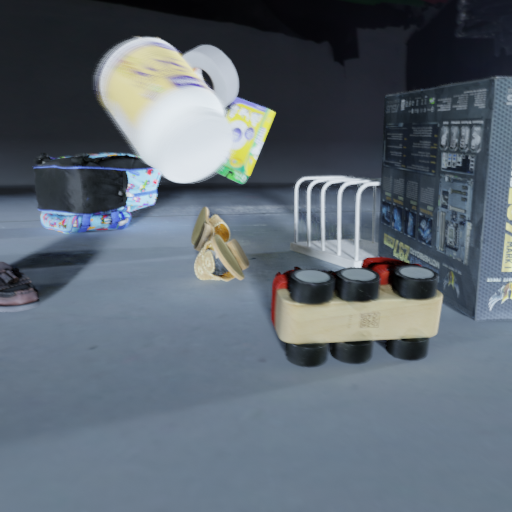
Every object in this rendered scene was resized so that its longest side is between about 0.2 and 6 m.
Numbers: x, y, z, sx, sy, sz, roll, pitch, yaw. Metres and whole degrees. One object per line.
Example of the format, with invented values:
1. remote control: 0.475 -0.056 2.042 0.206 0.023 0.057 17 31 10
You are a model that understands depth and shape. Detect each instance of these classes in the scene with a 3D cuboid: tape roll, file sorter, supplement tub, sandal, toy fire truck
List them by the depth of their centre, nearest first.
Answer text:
1. toy fire truck: 0.822 0.446 5.649 1.484 1.085 1.686 -2 20 -10
2. supplement tub: -1.296 -2.084 8.079 1.357 1.357 1.866 -9 51 -42
3. sandal: -0.599 0.151 8.594 0.674 0.752 2.051 -31 -1 7
4. file sorter: 1.907 -0.695 10.457 1.666 1.495 2.401 -4 11 -23
5. tape roll: -1.026 -3.696 11.768 1.327 1.327 0.438 7 39 38
6. sandal: -0.898 -0.425 11.827 0.719 0.802 2.186 23 12 -13

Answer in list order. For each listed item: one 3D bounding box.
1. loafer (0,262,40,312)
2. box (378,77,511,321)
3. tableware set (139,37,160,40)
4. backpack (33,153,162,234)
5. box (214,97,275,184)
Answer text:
1. loafer: -3.417 0.296 7.175 1.880 0.592 0.676 8 13 41
2. box: 2.607 -0.899 7.566 0.864 2.670 3.386 -1 12 -6
3. tableware set: -1.691 -3.662 11.856 0.403 2.009 1.328 -32 -25 -2
4. backpack: -4.107 -1.782 15.225 2.771 2.042 3.035 9 14 44
5. box: -0.420 -2.846 13.877 1.133 1.931 0.467 28 13 30
